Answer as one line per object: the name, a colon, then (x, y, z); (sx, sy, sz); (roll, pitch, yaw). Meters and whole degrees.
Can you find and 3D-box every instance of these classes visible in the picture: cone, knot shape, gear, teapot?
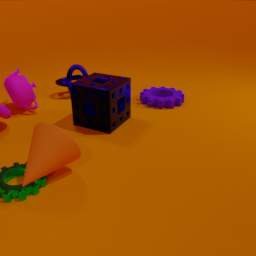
cone: (-1.685, 0.671, 5.439); (1.118, 1.118, 1.122); (13, 50, 23)
knot shape: (-1.838, -1.591, 9.886); (1.249, 0.577, 1.169); (-32, 67, -19)
gear: (-2.159, 1.037, 5.564); (1.060, 0.196, 1.060); (0, 27, 0)
gear: (1.161, -1.062, 9.588); (1.483, 0.274, 1.483); (0, 27, 0)
teapot: (-3.369, -1.237, 8.877); (0.873, 1.108, 1.782); (-29, 68, -18)

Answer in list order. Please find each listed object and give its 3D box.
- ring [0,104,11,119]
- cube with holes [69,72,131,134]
ring: (-3.769, -0.648, 7.489); (1.349, 1.349, 0.270); (20, 76, 34)
cube with holes: (-0.736, -0.753, 7.937); (1.228, 1.228, 1.228); (13, 30, 24)
